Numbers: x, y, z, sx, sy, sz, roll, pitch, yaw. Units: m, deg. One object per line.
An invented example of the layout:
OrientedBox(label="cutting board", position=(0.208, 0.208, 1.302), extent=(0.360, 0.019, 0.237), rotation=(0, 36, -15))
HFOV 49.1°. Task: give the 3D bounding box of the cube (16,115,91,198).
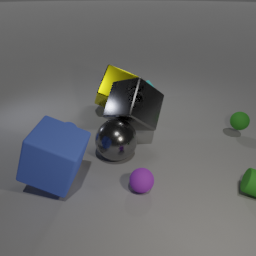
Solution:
OrientedBox(label="cube", position=(-2.010, 0.755, 7.671), extent=(1.400, 1.400, 1.400), rotation=(21, 31, -3))

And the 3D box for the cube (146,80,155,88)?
OrientedBox(label="cube", position=(0.841, -1.732, 13.451), extent=(0.700, 0.700, 0.700), rotation=(-27, 69, -21))

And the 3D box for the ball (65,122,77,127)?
OrientedBox(label="ball", position=(-2.085, 0.135, 9.772), extent=(0.700, 0.700, 0.700), rotation=(0, 28, 0))

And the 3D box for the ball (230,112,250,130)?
OrientedBox(label="ball", position=(4.202, -0.267, 10.530), extent=(0.700, 0.700, 0.700), rotation=(0, 28, 0))

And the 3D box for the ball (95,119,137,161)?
OrientedBox(label="ball", position=(-0.391, 0.394, 9.288), extent=(1.400, 1.400, 1.400), rotation=(0, 28, 0))

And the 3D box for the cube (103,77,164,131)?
OrientedBox(label="cube", position=(0.204, -0.789, 9.906), extent=(1.400, 1.400, 1.400), rotation=(0, -20, 46))

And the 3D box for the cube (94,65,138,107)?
OrientedBox(label="cube", position=(-0.521, -1.628, 12.115), extent=(1.400, 1.400, 1.400), rotation=(21, -16, -6))

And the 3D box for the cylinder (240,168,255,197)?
OrientedBox(label="cylinder", position=(3.564, 1.539, 7.675), extent=(0.700, 0.700, 0.700), rotation=(22, 32, 8))

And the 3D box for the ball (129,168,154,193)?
OrientedBox(label="ball", position=(0.388, 1.473, 7.896), extent=(0.700, 0.700, 0.700), rotation=(0, 28, 0))
